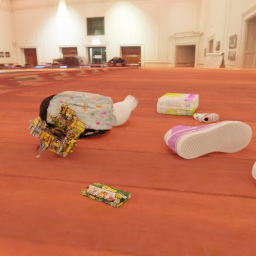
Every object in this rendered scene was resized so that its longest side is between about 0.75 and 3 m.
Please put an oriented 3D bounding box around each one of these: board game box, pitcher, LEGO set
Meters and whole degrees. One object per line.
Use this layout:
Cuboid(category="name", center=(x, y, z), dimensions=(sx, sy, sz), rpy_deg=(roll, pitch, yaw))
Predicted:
Cuboid(category="board game box", center=(-0.476, 1.424, 6.023), dimensions=(0.980, 0.115, 0.513), rpy_deg=(10, 17, 30))
Cuboid(category="pitcher", center=(-0.316, -0.592, 11.759), dimensions=(0.861, 1.219, 1.420), rpy_deg=(36, 47, 11))
Cuboid(category="LEGO set", center=(-2.268, -0.086, 8.498), dimensions=(1.191, 1.580, 2.055), rpy_deg=(32, 11, -30))

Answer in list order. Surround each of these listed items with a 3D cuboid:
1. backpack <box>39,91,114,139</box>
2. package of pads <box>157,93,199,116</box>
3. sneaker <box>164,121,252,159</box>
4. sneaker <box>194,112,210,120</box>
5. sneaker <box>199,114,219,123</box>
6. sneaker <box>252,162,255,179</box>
Cuboid(category="backpack", center=(-1.776, -0.552, 10.339), dimensions=(2.491, 1.577, 2.078), rpy_deg=(7, 14, 12))
Cuboid(category="package of pads", center=(2.554, -1.263, 14.272), dimensions=(1.772, 0.782, 2.294), rpy_deg=(6, 17, 19))
Cuboid(category="sneaker", center=(2.456, 0.183, 8.908), dimensions=(2.695, 0.977, 1.537), rpy_deg=(-5, 13, -18))
Cuboid(category="sneaker", center=(3.377, -0.567, 12.661), dimensions=(0.811, 0.299, 0.478), rpy_deg=(-3, 22, -2))
Cuboid(category="sneaker", center=(3.522, -0.388, 12.068), dimensions=(0.868, 0.353, 0.383), rpy_deg=(-9, 17, -2))
Cuboid(category="sneaker", center=(4.154, 0.998, 6.471), dimensions=(2.245, 0.820, 1.256), rpy_deg=(-15, 24, -21))
